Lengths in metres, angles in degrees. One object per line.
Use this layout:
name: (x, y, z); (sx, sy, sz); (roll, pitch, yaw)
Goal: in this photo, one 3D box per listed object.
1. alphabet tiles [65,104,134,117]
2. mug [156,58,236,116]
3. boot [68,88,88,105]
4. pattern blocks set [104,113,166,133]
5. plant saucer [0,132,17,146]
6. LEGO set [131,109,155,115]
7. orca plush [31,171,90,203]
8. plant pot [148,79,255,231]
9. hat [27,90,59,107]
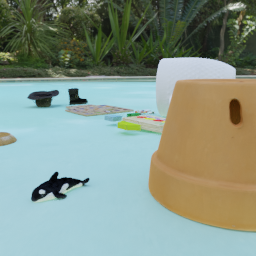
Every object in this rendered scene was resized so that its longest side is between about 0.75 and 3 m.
alphabet tiles: (-1.542, -0.841, 12.624); (2.389, 0.108, 2.858); (-9, 14, -37)
mug: (2.415, -1.277, 9.975); (2.596, 2.186, 2.961); (3, 32, 19)
boot: (-2.646, -1.701, 14.931); (1.155, 0.864, 0.435); (-10, 15, -41)
pattern blocks set: (0.800, -0.132, 8.537); (2.618, 0.241, 2.978); (-5, 14, -35)
plant saucer: (-3.304, 0.259, 6.902); (1.053, 0.186, 1.053); (0, 12, 0)
LEGO set: (0.661, -0.722, 11.643); (0.836, 0.275, 1.120); (-8, 13, -18)
orca plush: (-0.958, 0.778, 3.992); (0.870, 0.309, 0.458); (-7, 13, -30)
plant pot: (1.435, 0.126, 3.971); (2.297, 1.608, 2.297); (-1, 11, 0)
hat: (-4.158, -1.395, 13.945); (1.697, 0.685, 1.697); (-5, 21, 2)
